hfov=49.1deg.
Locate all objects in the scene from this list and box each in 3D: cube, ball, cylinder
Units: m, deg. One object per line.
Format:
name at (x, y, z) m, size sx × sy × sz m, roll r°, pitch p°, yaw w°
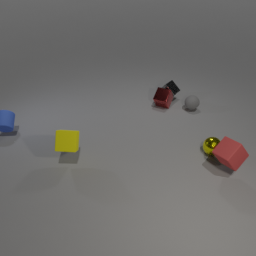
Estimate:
cube at (-2.074, 0.436, 9.594) m, size 0.700 × 0.700 × 0.700 m, roll 3°, pitch 1°, yaw -3°
ball at (3.057, -1.222, 13.373) m, size 0.700 × 0.700 × 0.700 m, roll 0°, pitch 31°, yaw 0°
cube at (1.725, -1.466, 13.671) m, size 0.700 × 0.700 × 0.700 m, roll 17°, pitch 72°, yaw 25°
ball at (3.133, 0.674, 10.383) m, size 0.700 × 0.700 × 0.700 m, roll 0°, pitch 31°, yaw 0°
cube at (2.101, -1.898, 14.367) m, size 0.700 × 0.700 × 0.700 m, roll 52°, pitch 48°, yaw 2°
cylinder at (-4.983, -0.275, 11.357) m, size 0.700 × 0.700 × 0.700 m, roll -2°, pitch 66°, yaw -3°
cube at (3.302, 0.824, 9.031) m, size 0.700 × 0.700 × 0.700 m, roll -49°, pitch 35°, yaw -4°
